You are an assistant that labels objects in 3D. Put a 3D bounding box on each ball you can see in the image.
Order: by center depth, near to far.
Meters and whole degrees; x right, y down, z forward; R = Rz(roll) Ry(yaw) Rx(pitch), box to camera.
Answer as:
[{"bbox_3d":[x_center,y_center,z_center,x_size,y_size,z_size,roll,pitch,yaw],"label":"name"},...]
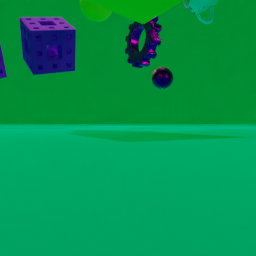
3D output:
[{"bbox_3d":[-0.687,-2.746,6.168,0.744,0.744,0.744,0,1,0],"label":"ball"},{"bbox_3d":[1.424,-2.071,11.617,0.902,0.902,0.902,0,1,0],"label":"ball"}]

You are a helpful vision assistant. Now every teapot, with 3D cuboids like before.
[{"bbox_3d":[1.892,-3.530,6.939,0.924,1.887,1.173,-4,3,-3],"label":"teapot"}]

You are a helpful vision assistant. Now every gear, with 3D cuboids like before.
[{"bbox_3d":[0.462,-2.898,9.256,0.326,1.765,1.765,2,0,-30],"label":"gear"}]

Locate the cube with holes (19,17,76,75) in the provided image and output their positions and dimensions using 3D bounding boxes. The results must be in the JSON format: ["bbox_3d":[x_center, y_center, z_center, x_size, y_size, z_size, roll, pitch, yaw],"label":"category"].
[{"bbox_3d":[-2.406,-2.500,8.418,1.272,1.272,1.272,-13,40,-28],"label":"cube with holes"}]

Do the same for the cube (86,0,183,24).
[{"bbox_3d":[0.120,-2.404,4.020,1.171,1.171,1.171,13,-3,-25],"label":"cube"}]

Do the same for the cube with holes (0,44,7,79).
[{"bbox_3d":[-4.215,-1.835,7.904,0.968,0.968,0.968,-3,10,36],"label":"cube with holes"}]
